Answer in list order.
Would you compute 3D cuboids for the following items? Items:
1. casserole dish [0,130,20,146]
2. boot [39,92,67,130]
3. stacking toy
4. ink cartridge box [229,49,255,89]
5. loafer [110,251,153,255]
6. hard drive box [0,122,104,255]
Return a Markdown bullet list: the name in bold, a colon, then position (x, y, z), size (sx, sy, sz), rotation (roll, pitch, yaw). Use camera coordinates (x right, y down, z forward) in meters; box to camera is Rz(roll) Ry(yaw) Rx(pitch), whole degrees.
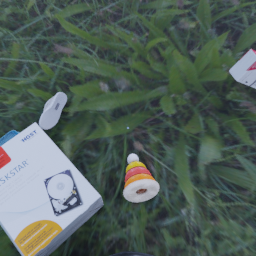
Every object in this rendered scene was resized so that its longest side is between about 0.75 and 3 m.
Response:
- **casserole dish**: position (-2.833, 0.392, 6.597), size (0.151, 0.470, 0.777), rotation (6, 45, 48)
- **boot**: position (-1.904, -0.374, 6.886), size (0.408, 0.530, 1.109), rotation (41, 54, -24)
- **stacking toy**: position (0.201, 1.026, 6.225), size (0.785, 0.785, 1.074), rotation (-10, 45, -5)
- **ink cartridge box**: position (3.120, -1.420, 6.891), size (0.986, 0.716, 0.411), rotation (9, 45, -35)
- **loafer**: position (-0.489, 2.829, 5.001), size (2.488, 0.845, 0.874), rotation (-6, 21, 1)
- **hard drive box**: position (-1.911, 1.302, 5.877), size (1.760, 0.867, 2.258), rotation (-40, 70, -19)
